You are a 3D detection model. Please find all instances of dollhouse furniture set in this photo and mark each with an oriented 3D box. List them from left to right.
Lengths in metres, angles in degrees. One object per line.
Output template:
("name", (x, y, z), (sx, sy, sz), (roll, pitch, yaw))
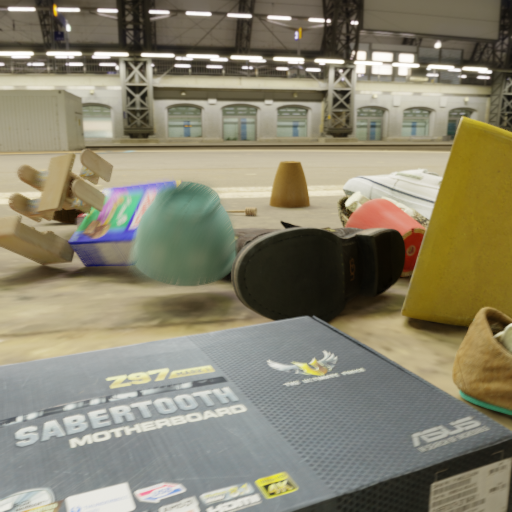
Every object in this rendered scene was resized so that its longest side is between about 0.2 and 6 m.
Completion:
("dollhouse furniture set", (-3.125, -0.821, 8.183), (1.416, 1.615, 1.073), (-5, -23, 30))

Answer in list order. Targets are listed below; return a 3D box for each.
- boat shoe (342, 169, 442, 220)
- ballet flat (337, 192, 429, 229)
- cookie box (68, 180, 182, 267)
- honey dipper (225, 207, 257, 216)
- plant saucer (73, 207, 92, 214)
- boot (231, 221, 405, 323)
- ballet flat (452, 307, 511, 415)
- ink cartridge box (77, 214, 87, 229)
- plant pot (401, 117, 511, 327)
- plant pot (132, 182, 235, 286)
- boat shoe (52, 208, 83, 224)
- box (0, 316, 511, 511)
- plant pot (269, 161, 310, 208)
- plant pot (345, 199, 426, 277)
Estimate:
("boat shoe", (2.966, -0.986, 10.150), (1.230, 1.117, 3.345), (44, -5, -37))
("ballet flat", (2.058, -0.610, 9.471), (0.892, 0.990, 2.630), (-41, 21, -6))
("cookie box", (-1.821, -0.476, 8.311), (1.465, 0.551, 1.253), (-2, 45, 24))
("honey dipper", (-0.516, -1.036, 13.198), (1.073, 0.204, 0.204), (0, 13, 15))
("plant saucer", (-3.060, -0.875, 10.889), (1.762, 0.303, 1.762), (21, -3, 1))
("boot", (0.141, 0.063, 7.101), (2.594, 1.031, 2.979), (7, 9, 44))
("ballet flat", (2.419, 0.841, 3.587), (0.816, 0.870, 2.406), (-8, 16, -38))
("ink cartridge box", (-2.662, -0.440, 9.613), (0.582, 0.579, 0.800), (0, 7, -2))
("plant pot", (2.951, -0.279, 6.253), (1.868, 2.117, 2.118), (18, 19, 18))
("plant pot", (-0.836, -0.350, 6.666), (1.261, 0.845, 1.261), (5, 34, -3))
("boat shoe", (-3.771, -1.034, 12.383), (1.772, 0.649, 0.574), (-3, 0, -17))
("box", (-0.268, 1.061, 3.104), (2.564, 0.654, 2.022), (-5, 13, -24))
("plant pot", (0.892, -1.889, 14.683), (1.077, 1.155, 1.077), (1, 14, 0))
("plant pot", (1.925, -0.213, 8.027), (1.041, 1.041, 0.921), (-7, 25, -27))
